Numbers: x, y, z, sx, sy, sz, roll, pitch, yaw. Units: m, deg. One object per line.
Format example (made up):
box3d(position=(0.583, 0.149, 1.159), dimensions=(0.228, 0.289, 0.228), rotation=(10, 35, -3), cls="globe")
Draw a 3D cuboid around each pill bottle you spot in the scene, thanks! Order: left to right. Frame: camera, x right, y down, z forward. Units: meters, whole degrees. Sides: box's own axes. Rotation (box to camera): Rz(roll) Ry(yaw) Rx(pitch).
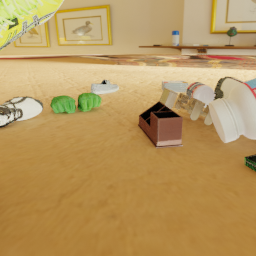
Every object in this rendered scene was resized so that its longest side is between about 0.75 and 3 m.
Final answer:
box3d(position=(2.552, -1.258, 10.179), dimensions=(0.787, 0.787, 1.315), rotation=(-2, 18, -5), cls="pill bottle")
box3d(position=(3.130, -0.534, 6.198), dimensions=(2.413, 1.312, 1.312), rotation=(-21, 16, 8), cls="pill bottle")

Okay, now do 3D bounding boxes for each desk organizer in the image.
box3d(position=(0.745, -0.148, 6.876), dimensions=(0.626, 0.672, 1.746), rotation=(-4, 18, -11), cls="desk organizer")

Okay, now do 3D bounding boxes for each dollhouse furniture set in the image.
box3d(position=(1.598, -0.481, 8.180), dimensions=(1.409, 0.917, 1.294), rotation=(18, 14, -16), cls="dollhouse furniture set")

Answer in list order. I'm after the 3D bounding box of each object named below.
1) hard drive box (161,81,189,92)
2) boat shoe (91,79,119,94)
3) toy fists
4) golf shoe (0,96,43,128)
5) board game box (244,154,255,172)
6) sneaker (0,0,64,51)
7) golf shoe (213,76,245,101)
box3d(position=(2.135, -1.915, 12.844), dimensions=(1.091, 0.419, 0.851), rotation=(-1, 17, -2), cls="hard drive box")
box3d(position=(-0.997, -1.866, 12.439), dimensions=(0.556, 0.568, 1.595), rotation=(15, 23, 40), cls="boat shoe")
box3d(position=(-1.700, -0.819, 9.216), dimensions=(1.671, 0.574, 0.852), rotation=(-8, 12, -19), cls="toy fists")
box3d(position=(-3.294, -0.343, 7.706), dimensions=(1.982, 0.770, 0.936), rotation=(-9, 39, -25), cls="golf shoe")
box3d(position=(3.206, 0.605, 5.093), dimensions=(1.846, 0.217, 0.967), rotation=(-9, 17, -15), cls="board game box")
box3d(position=(-2.142, -2.077, 5.149), dimensions=(2.865, 1.080, 1.095), rotation=(-33, 35, 19), cls="sneaker")
box3d(position=(3.334, -0.804, 7.612), dimensions=(2.930, 1.131, 1.290), rotation=(-7, 13, -44), cls="golf shoe")
